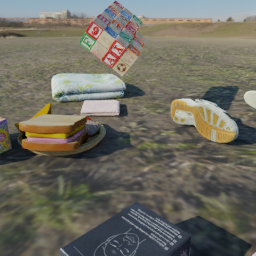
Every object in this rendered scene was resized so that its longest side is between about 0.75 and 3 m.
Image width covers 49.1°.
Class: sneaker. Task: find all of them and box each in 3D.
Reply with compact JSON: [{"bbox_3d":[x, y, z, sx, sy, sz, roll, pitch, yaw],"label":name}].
[{"bbox_3d":[5.091,-1.056,10.075,1.654,0.635,0.920,15,32,24],"label":"sneaker"},{"bbox_3d":[2.341,-0.390,8.025,1.119,0.966,2.553,-10,25,-24],"label":"sneaker"}]

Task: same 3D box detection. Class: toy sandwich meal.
[{"bbox_3d":[-1.763,-0.060,7.306,2.525,0.865,2.525,0,22,0],"label":"toy sandwich meal"}]

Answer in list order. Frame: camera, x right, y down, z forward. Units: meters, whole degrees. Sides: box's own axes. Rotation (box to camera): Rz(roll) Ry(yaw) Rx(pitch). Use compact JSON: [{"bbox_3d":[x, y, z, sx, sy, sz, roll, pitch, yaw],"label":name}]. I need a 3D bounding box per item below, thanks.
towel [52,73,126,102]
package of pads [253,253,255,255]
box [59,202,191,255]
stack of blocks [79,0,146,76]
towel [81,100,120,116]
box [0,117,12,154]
[{"bbox_3d":[-1.742,-1.829,11.961,2.941,0.708,2.517,-6,22,-14],"label":"towel"},{"bbox_3d":[2.221,1.522,2.539,2.806,1.062,1.691,-15,50,-35],"label":"package of pads"},{"bbox_3d":[-0.003,1.617,3.367,1.269,0.680,0.942,-19,29,-40],"label":"box"},{"bbox_3d":[-0.281,-2.899,8.745,1.558,0.792,2.705,35,36,-12],"label":"stack of blocks"},{"bbox_3d":[-0.938,-0.701,9.800,1.312,0.221,1.374,-1,22,-1],"label":"towel"},{"bbox_3d":[-3.792,0.244,6.606,1.319,0.835,1.369,13,26,28],"label":"box"}]
